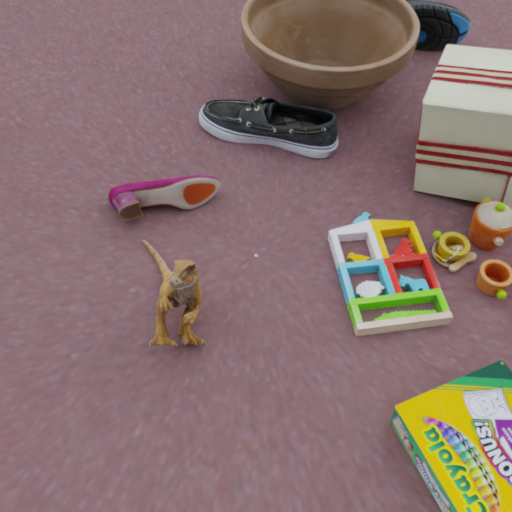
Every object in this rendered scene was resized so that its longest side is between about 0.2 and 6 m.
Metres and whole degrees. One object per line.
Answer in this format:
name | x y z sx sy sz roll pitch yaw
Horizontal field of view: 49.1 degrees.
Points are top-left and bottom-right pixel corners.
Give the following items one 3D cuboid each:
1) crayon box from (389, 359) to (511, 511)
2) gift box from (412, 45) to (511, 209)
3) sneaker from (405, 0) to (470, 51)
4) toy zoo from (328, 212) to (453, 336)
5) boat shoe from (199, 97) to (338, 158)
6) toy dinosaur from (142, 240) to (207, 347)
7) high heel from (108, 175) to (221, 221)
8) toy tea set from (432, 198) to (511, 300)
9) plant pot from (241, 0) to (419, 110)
crayon box | 2.627 2.257 6.301 1.520 0.513 1.762 -19 55 -14
gift box | 3.615 -1.814 8.591 2.022 1.998 2.165 13 57 20
sneaker | 3.027 -4.999 11.552 2.700 0.988 1.106 11 53 8
toy zoo | 1.840 0.151 8.105 1.339 0.209 2.041 -6 53 -5
boat shoe | 0.212 -2.391 9.722 2.547 0.721 0.874 15 54 11
toy dinosaur | -1.010 0.463 7.326 0.778 2.577 1.369 5 88 -20
high heel | -1.463 -1.085 8.873 1.725 0.581 0.829 -15 39 -20
toy tea set | 3.594 0.039 7.822 1.273 0.792 2.141 -33 59 -23
plant pot | 1.281 -3.739 10.306 3.117 1.439 3.117 0 53 0
